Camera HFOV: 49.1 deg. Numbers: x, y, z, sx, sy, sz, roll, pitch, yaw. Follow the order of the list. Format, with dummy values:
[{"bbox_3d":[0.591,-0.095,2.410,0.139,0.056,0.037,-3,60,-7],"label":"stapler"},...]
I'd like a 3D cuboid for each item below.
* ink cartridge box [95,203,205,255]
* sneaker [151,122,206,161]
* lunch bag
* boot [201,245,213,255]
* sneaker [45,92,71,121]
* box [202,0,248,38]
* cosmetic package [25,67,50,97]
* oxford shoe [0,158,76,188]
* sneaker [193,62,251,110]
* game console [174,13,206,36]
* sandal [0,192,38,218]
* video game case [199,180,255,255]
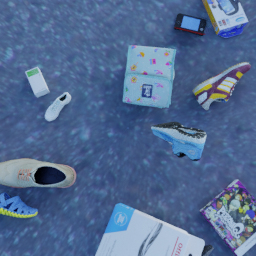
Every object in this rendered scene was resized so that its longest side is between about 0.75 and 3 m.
[{"bbox_3d":[0.727,3.648,8.442,2.984,0.995,1.728,20,78,10],"label":"ink cartridge box"},{"bbox_3d":[1.385,0.408,8.321,0.846,2.159,0.971,-10,108,-24],"label":"sneaker"},{"bbox_3d":[0.719,-1.689,9.563,1.677,1.201,1.969,8,79,4],"label":"lunch bag"},{"bbox_3d":[2.473,4.220,8.842,0.975,0.340,0.642,-45,85,2],"label":"boot"},{"bbox_3d":[-2.471,-0.777,9.710,0.431,0.491,1.225,37,80,1],"label":"sneaker"},{"bbox_3d":[3.654,-4.384,10.539,1.165,0.406,1.956,-18,77,-4],"label":"box"},{"bbox_3d":[-3.219,-1.626,9.970,0.500,0.394,0.929,-26,78,-7],"label":"cosmetic package"},{"bbox_3d":[-3.143,1.428,9.012,2.803,1.035,0.992,0,78,0],"label":"oxford shoe"},{"bbox_3d":[3.396,-1.445,9.786,2.190,0.821,0.987,-28,86,1],"label":"sneaker"},{"bbox_3d":[2.314,-3.826,10.276,1.141,0.677,0.983,15,79,3],"label":"game console"},{"bbox_3d":[-3.651,2.506,9.045,1.519,0.604,0.661,12,74,1],"label":"sandal"},{"bbox_3d":[3.547,2.898,9.077,1.653,0.327,1.824,-37,81,-7],"label":"video game case"}]
